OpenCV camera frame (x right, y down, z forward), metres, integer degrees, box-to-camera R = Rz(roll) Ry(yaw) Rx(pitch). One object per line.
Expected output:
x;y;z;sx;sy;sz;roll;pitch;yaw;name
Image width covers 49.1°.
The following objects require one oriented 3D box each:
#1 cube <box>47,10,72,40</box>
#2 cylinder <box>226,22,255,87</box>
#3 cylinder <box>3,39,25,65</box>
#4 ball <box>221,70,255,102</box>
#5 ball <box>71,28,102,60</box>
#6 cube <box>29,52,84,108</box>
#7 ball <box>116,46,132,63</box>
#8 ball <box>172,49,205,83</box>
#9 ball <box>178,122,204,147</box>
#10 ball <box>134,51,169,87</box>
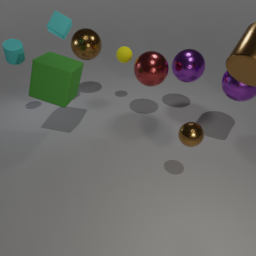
-2.629;-3.956;10.816;0.700;0.700;0.700;28;-1;-10;cube
3.918;-2.217;8.454;1.400;1.400;1.400;26;74;35;cylinder
-4.309;-2.880;10.597;0.700;0.700;0.700;6;52;-7;cylinder
4.152;-1.668;10.232;1.400;1.400;1.400;0;32;0;ball
-1.897;-3.799;12.747;1.400;1.400;1.400;0;32;0;ball
-2.601;-1.795;10.237;1.400;1.400;1.400;18;28;1;cube
-0.161;-3.207;12.260;0.700;0.700;0.700;0;32;0;ball
2.564;-2.636;11.890;1.400;1.400;1.400;0;32;0;ball
1.747;0.178;7.749;0.700;0.700;0.700;0;32;0;ball
0.934;-2.379;11.292;1.400;1.400;1.400;0;32;0;ball
